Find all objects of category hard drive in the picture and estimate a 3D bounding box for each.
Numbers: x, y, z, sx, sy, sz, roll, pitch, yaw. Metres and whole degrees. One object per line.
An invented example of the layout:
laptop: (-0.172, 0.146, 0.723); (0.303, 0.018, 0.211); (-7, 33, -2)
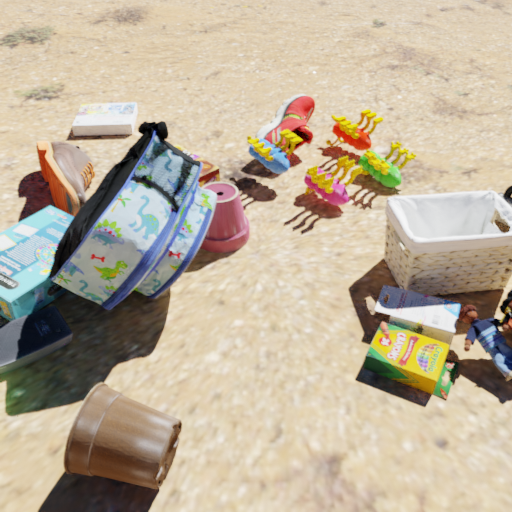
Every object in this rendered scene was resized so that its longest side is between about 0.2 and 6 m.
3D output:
hard drive: (-3.841, 1.411, 9.307); (1.388, 0.294, 0.936); (-24, 44, -28)

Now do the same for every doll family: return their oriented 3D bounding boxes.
doll family: (4.325, 1.081, 9.129); (2.287, 0.897, 1.322); (-15, 61, -32)

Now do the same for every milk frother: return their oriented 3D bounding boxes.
milk frother: (5.745, -0.967, 12.167); (0.967, 0.927, 1.028); (40, 10, 39)

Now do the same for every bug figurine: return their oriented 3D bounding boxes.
bug figurine: (1.815, -2.395, 13.637); (3.992, 1.027, 3.096); (-19, 48, -29)

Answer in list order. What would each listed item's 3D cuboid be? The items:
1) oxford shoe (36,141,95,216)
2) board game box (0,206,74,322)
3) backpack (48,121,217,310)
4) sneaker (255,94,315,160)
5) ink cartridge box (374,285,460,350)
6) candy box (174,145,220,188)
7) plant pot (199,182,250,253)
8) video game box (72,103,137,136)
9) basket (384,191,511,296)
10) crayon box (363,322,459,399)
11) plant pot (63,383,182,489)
oxford shoe: (-4.276, -1.952, 13.015); (1.156, 1.131, 3.171); (-13, 39, -24)
board game box: (-4.224, 0.077, 10.704); (1.854, 0.576, 2.456); (23, 41, 24)
backpack: (-2.072, -0.418, 9.765); (2.037, 2.536, 2.772); (36, 49, -15)
sneaker: (1.039, -3.291, 14.779); (1.161, 1.053, 2.735); (14, 50, 27)
ink cartridge box: (2.746, 1.039, 9.654); (1.332, 0.452, 0.767); (15, 41, 18)
candy box: (-1.804, -2.096, 13.676); (1.008, 0.488, 1.728); (-31, 46, -32)
plant pot: (-0.753, -0.858, 11.565); (1.243, 1.113, 1.243); (0, 38, 0)
video game box: (-4.324, -3.950, 16.142); (1.654, 0.387, 1.507); (-2, 40, -3)
basket: (3.620, -0.225, 10.528); (2.246, 1.386, 1.523); (-4, 38, -7)
crayon box: (2.508, 1.650, 8.965); (1.360, 0.345, 0.863); (18, 41, 21)
plant pot: (-1.685, 2.440, 7.383); (1.199, 1.211, 1.211); (16, 40, 7)
